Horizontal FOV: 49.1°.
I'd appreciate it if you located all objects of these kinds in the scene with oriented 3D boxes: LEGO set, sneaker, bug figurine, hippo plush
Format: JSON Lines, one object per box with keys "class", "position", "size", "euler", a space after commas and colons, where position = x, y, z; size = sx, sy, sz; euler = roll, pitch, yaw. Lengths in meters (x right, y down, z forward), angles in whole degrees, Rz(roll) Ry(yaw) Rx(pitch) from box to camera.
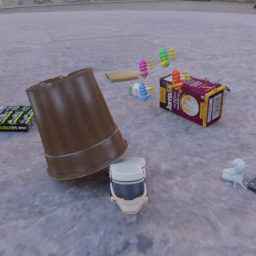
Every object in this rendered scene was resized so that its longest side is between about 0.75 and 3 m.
{"class": "LEGO set", "position": [4.160, -2.221, 14.481], "size": [1.868, 0.815, 2.876], "euler": [-12, 31, -20]}
{"class": "sneaker", "position": [-0.013, 1.482, 7.740], "size": [1.079, 1.092, 2.751], "euler": [-3, 4, 4]}
{"class": "bug figurine", "position": [1.197, -2.165, 11.686], "size": [2.560, 1.985, 0.659], "euler": [-17, -5, 40]}
{"class": "hippo plush", "position": [3.189, 1.273, 8.351], "size": [0.663, 0.669, 0.832], "euler": [6, 30, 11]}

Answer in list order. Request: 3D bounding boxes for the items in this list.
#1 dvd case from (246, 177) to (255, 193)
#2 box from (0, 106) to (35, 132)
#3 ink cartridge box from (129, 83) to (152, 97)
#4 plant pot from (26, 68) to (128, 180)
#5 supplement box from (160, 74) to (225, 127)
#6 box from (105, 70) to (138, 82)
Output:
{"class": "dvd case", "position": [4.954, 1.629, 8.175], "size": [2.471, 0.197, 1.837], "euler": [-21, 35, -34]}
{"class": "box", "position": [-4.759, -0.431, 11.691], "size": [1.728, 0.425, 1.790], "euler": [2, 28, -1]}
{"class": "ink cartridge box", "position": [0.639, -1.928, 14.370], "size": [0.972, 0.408, 0.704], "euler": [21, 35, 32]}
{"class": "plant pot", "position": [-1.621, -0.269, 8.414], "size": [2.632, 2.606, 2.632], "euler": [-16, 17, 5]}
{"class": "supplement box", "position": [2.666, -1.301, 12.085], "size": [1.141, 1.470, 2.664], "euler": [-26, 37, -31]}
{"class": "box", "position": [-0.410, -3.124, 16.762], "size": [1.632, 0.174, 1.334], "euler": [-11, 30, -18]}
